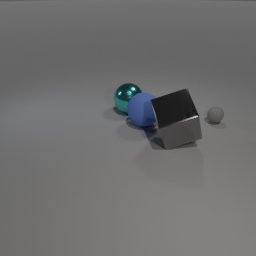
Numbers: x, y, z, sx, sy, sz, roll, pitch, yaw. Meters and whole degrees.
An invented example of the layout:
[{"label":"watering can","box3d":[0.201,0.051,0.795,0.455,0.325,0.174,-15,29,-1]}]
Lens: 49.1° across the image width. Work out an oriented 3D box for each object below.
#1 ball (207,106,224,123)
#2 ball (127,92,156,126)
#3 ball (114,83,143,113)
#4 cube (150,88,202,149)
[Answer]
[{"label":"ball","box3d":[3.768,-0.581,12.052,0.700,0.700,0.700,0,28,0]},{"label":"ball","box3d":[0.665,-0.771,11.633,1.400,1.400,1.400,0,28,0]},{"label":"ball","box3d":[0.038,-1.367,12.889,1.400,1.400,1.400,0,28,0]},{"label":"cube","box3d":[1.743,-0.312,10.126,1.400,1.400,1.400,-18,51,7]}]
